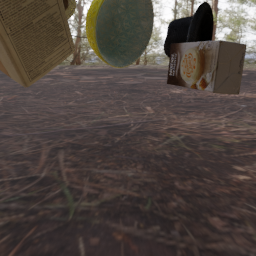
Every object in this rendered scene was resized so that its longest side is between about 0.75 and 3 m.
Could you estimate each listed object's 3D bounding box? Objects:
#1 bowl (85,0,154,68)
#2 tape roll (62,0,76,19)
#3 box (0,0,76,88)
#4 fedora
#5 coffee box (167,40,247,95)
[{"bbox_3d":[-0.467,-3.206,8.584,1.314,2.443,2.443,31,31,35],"label":"bowl"},{"bbox_3d":[-1.998,-3.452,7.690,0.978,0.978,0.672,-10,26,-32],"label":"tape roll"},{"bbox_3d":[-1.714,-1.958,3.905,0.990,2.547,1.209,33,62,25],"label":"box"},{"bbox_3d":[1.319,-1.948,6.265,0.812,1.779,1.779,16,21,23],"label":"fedora"},{"bbox_3d":[1.248,-1.029,4.720,0.538,0.772,1.350,0,13,-23],"label":"coffee box"}]
